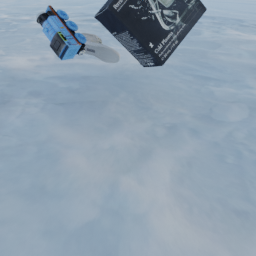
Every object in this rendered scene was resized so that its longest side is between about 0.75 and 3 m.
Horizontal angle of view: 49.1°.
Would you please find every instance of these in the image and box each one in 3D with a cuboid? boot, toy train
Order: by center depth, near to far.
[{"bbox_3d":[-1.975,-2.808,8.250,1.737,0.753,0.992,53,39,6],"label":"toy train"},{"bbox_3d":[-1.071,-3.061,10.402,1.826,0.672,0.873,20,51,-1],"label":"boot"}]

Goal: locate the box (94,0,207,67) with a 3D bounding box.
[{"bbox_3d":[0.679,-3.492,8.508,2.344,2.304,1.453,-52,23,-6],"label":"box"}]
